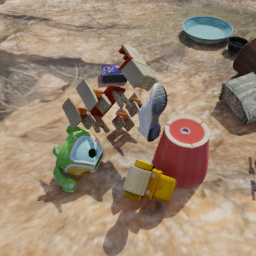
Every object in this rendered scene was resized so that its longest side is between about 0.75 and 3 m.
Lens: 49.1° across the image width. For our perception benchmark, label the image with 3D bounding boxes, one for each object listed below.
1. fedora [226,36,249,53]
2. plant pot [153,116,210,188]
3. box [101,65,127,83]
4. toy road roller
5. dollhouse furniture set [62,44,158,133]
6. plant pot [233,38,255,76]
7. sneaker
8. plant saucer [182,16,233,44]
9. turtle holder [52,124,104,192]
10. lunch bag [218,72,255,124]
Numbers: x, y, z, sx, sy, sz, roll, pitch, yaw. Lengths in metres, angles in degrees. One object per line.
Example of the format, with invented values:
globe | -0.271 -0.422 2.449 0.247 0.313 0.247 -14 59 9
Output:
fedora | 5.405 -4.062 13.870 1.169 0.534 1.169 2 48 -3
plant pot | 1.682 0.625 8.572 1.824 1.614 1.824 -1 46 1
box | -0.604 -2.391 12.331 1.109 0.437 0.783 -4 49 -4
toy road roller | 0.649 1.517 7.636 1.198 1.641 1.008 18 86 16
dollhouse furniture set | -0.422 -1.130 8.868 2.681 2.652 1.381 3 48 -53
plant pot | 5.788 -2.393 11.490 1.977 1.977 2.116 -18 59 -17
sneaker | 0.608 -0.467 8.036 0.641 1.720 0.749 -8 30 -42
plant saucer | 4.221 -5.218 15.042 2.661 0.478 2.661 0 46 0
turtle holder | -1.530 0.876 8.499 1.290 1.380 1.816 25 43 5
lunch bag | 4.618 -1.079 10.602 1.506 1.079 1.836 -20 52 -13
